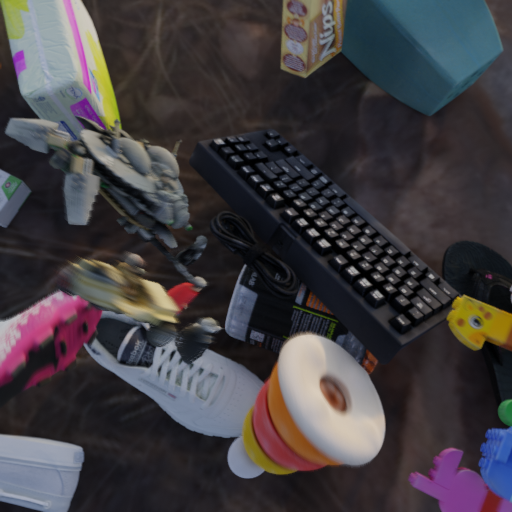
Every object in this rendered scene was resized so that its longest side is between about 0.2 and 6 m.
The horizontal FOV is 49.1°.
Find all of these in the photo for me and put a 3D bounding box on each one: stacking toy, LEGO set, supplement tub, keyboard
[{"bbox_3d":[0.309,2.003,6.501,2.045,1.494,1.494,-43,72,31],"label":"stacking toy"},{"bbox_3d":[2.819,1.364,6.490,1.577,1.466,3.843,24,79,15],"label":"LEGO set"},{"bbox_3d":[0.680,0.784,7.334,1.956,1.198,1.198,19,73,6],"label":"supplement tub"},{"bbox_3d":[-1.296,-0.687,6.705,1.233,2.825,4.350,-47,51,11],"label":"LEGO set"},{"bbox_3d":[0.667,-0.354,7.202,2.337,0.499,3.893,-24,57,-34],"label":"keyboard"}]

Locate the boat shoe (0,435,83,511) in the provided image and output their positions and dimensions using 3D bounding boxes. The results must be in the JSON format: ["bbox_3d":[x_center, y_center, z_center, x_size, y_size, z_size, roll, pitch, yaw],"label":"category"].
[{"bbox_3d":[-3.606,2.675,6.928,2.800,1.008,0.959,9,71,-7],"label":"boat shoe"}]

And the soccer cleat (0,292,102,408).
[{"bbox_3d":[-2.847,1.098,5.824,1.203,0.973,2.787,27,47,17],"label":"soccer cleat"}]

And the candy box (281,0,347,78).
[{"bbox_3d":[0.815,-3.455,7.623,0.477,1.725,0.996,30,55,23],"label":"candy box"}]

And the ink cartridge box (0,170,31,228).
[{"bbox_3d":[-3.980,-0.957,8.306,0.951,0.399,0.689,26,74,8],"label":"ink cartridge box"}]

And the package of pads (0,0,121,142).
[{"bbox_3d":[-2.799,-2.923,8.101,0.891,2.018,2.613,-17,74,-1],"label":"package of pads"}]

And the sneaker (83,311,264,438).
[{"bbox_3d":[-1.032,1.495,7.147,2.801,1.127,1.070,24,71,6],"label":"sneaker"}]

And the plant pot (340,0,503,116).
[{"bbox_3d":[2.437,-3.429,8.533,1.601,1.601,2.266,-36,83,-11],"label":"plant pot"}]

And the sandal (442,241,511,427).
[{"bbox_3d":[3.417,0.973,7.550,1.034,0.659,2.752,-17,73,-6],"label":"sandal"}]
